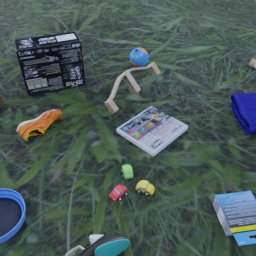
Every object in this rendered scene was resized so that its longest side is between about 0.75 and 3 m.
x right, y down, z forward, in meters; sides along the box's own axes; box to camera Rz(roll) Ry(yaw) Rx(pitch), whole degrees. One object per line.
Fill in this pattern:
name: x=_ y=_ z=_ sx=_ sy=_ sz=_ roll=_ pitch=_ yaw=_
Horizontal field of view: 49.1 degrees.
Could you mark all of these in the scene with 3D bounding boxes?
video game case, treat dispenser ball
video game case: x=0.890 y=0.044 z=10.239 sx=1.796 sy=0.227 sz=1.972 roll=33 pitch=51 yaw=32
treat dispenser ball: x=0.553 y=-3.503 z=13.900 sx=0.931 sy=0.931 sz=0.931 roll=0 pitch=40 yaw=0

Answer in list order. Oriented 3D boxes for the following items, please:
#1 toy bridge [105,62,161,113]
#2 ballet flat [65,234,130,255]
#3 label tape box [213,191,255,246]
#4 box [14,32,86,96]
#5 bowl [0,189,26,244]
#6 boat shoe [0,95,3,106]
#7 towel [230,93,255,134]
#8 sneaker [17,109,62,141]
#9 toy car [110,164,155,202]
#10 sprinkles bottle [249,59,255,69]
toy bridge: x=0.129 y=-1.804 z=11.022 sx=2.798 sy=0.940 sz=0.381 roll=-43 pitch=19 yaw=-20
ballet flat: x=-0.888 y=2.900 z=6.564 sx=1.887 sy=0.641 sz=0.645 roll=-22 pitch=37 yaw=-25
label tape box: x=2.976 y=2.395 z=7.254 sx=1.061 sy=0.466 sz=1.472 roll=-5 pitch=40 yaw=-6
box: x=-3.279 y=-2.774 z=12.082 sx=2.611 sy=2.138 sz=1.124 roll=-15 pitch=42 yaw=-16
bowl: x=-3.541 y=2.355 z=7.421 sx=1.632 sy=0.320 sz=1.632 roll=0 pitch=40 yaw=0
boat shoe: x=-5.484 y=-0.585 z=10.779 sx=0.665 sy=0.667 sz=1.848 roll=-19 pitch=45 yaw=25
towel: x=5.503 y=-0.549 z=10.673 sx=2.773 sy=0.687 sz=2.048 roll=-3 pitch=47 yaw=-3
sneaker: x=-3.134 y=-0.103 z=10.241 sx=0.701 sy=0.664 sz=1.818 roll=47 pitch=54 yaw=10
toy car: x=0.041 y=1.530 z=8.410 sx=1.344 sy=0.300 sz=1.264 roll=-7 pitch=41 yaw=-9
sprinkles bottle: x=6.570 y=-2.982 z=13.666 sx=0.421 sy=0.421 sz=1.234 roll=-28 pitch=47 yaw=-29
